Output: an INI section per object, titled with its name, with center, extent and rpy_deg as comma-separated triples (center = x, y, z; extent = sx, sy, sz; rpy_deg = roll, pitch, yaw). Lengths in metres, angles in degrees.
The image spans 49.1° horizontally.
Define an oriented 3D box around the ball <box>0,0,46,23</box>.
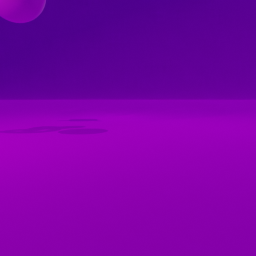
[ball]
center = -2.259, -2.747, 5.672
extent = 1.160, 1.160, 1.160
rpy_deg = 0, 6, 0
